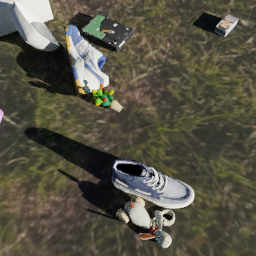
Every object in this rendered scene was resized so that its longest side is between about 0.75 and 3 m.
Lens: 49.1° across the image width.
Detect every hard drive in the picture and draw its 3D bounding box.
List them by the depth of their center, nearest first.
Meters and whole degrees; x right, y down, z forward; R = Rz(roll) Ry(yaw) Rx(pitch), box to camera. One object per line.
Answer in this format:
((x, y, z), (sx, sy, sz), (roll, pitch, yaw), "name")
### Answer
((-0.751, -3.510, 10.292), (1.621, 0.307, 1.133), (29, 64, 15), "hard drive")

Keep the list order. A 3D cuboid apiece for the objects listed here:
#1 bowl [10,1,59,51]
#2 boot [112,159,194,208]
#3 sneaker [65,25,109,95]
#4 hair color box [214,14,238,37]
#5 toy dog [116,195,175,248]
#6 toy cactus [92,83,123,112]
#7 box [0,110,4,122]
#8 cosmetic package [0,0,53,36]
((-3.231, -3.322, 9.507), (0.597, 1.599, 1.597), (-38, 79, 11), "bowl")
((0.630, 1.399, 7.062), (2.197, 0.992, 0.799), (11, 61, 6), "boot")
((-1.371, -2.313, 9.273), (1.166, 0.996, 2.645), (-14, 70, -9), "sneaker")
((3.692, -3.865, 10.512), (0.458, 0.280, 0.925), (34, 66, 18), "hair color box")
((0.432, 2.194, 6.766), (1.483, 0.714, 0.978), (19, 62, 10), "toy dog")
((-0.601, -0.893, 8.511), (1.021, 1.237, 0.633), (34, 101, -4), "toy cactus")
((-4.441, -0.218, 8.442), (1.124, 0.220, 0.769), (4, 60, 2), "box")
((-4.461, -4.479, 10.316), (2.877, 1.220, 1.548), (-23, 61, -13), "cosmetic package")
